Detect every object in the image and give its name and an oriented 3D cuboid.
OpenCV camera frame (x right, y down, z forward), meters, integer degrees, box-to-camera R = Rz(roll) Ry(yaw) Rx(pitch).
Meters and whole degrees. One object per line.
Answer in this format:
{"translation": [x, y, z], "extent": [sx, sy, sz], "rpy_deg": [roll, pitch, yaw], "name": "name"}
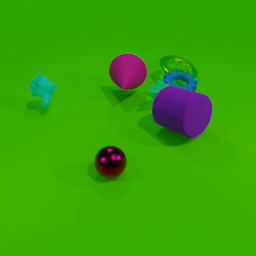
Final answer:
{"translation": [-0.074, -1.617, 9.455], "extent": [1.382, 1.382, 1.387], "rpy_deg": [4, 35, 5], "name": "cone"}
{"translation": [1.084, -1.153, 9.078], "extent": [0.778, 0.651, 1.081], "rpy_deg": [30, 3, 27], "name": "monkey head"}
{"translation": [-0.421, 0.817, 6.773], "extent": [0.797, 0.797, 0.797], "rpy_deg": [0, 36, 0], "name": "ball"}
{"translation": [-2.782, -1.178, 8.965], "extent": [0.773, 1.282, 0.922], "rpy_deg": [21, 61, -18], "name": "monkey head"}
{"translation": [1.819, -1.588, 9.849], "extent": [1.212, 0.224, 1.212], "rpy_deg": [2, 45, -2], "name": "gear"}
{"translation": [1.988, -2.309, 11.035], "extent": [1.662, 0.332, 1.662], "rpy_deg": [12, 44, -12], "name": "ring"}
{"translation": [1.528, -0.486, 7.973], "extent": [1.238, 1.238, 1.238], "rpy_deg": [-25, 32, -30], "name": "cylinder"}
